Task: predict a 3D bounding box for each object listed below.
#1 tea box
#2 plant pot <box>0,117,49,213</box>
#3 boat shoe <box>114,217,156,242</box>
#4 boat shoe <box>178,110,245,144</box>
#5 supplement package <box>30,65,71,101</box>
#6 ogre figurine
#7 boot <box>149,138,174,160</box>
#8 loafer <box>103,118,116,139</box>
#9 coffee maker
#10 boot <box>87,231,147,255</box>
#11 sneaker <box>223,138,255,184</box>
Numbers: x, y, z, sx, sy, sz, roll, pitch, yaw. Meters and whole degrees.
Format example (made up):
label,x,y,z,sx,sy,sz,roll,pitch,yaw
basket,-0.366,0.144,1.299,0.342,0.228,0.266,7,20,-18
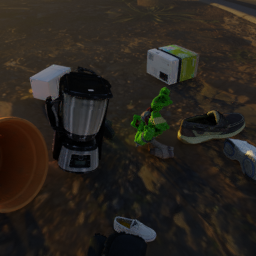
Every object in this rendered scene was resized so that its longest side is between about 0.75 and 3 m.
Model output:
label,x,y,z,sx,sy,sz,roll,pitch,yaw
tea box,2.313,-3.359,14.618,1.909,1.297,1.941,-20,39,-28
plant pot,-3.690,0.928,7.686,1.720,2.457,2.457,1,31,29
boat shoe,0.164,2.476,6.966,1.105,0.386,0.392,14,37,19
boat shoe,3.191,-0.166,10.310,2.884,0.935,1.056,-16,38,-22
supplement package,-3.526,-2.108,13.041,1.045,1.032,1.724,15,37,21
ogre figurine,0.824,-0.291,9.870,1.161,1.419,2.367,13,56,-18
boot,1.147,0.672,9.657,0.819,0.394,1.120,6,35,-3
loafer,-0.842,-0.138,10.620,0.588,0.592,1.627,-15,38,-27
coffee maker,-1.384,-0.263,8.745,1.754,2.605,2.502,15,26,4
boot,0.187,3.124,5.503,2.490,0.951,2.092,1,38,13
sneaker,3.942,0.955,8.886,0.917,0.784,2.104,-5,35,-15
